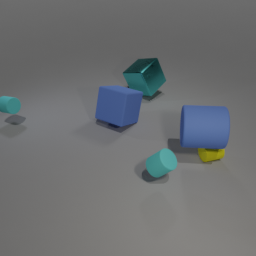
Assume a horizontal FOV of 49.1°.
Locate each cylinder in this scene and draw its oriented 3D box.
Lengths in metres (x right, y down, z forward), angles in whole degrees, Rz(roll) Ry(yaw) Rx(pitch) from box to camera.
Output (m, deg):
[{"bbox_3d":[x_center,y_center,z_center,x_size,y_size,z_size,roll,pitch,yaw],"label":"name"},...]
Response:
[{"bbox_3d":[2.477,-0.034,9.235,1.400,1.400,1.400,2,31,6],"label":"cylinder"},{"bbox_3d":[2.978,0.813,10.046,0.700,0.700,0.700,-10,32,-10],"label":"cylinder"},{"bbox_3d":[1.020,1.074,8.573,0.700,0.700,0.700,22,51,-29],"label":"cylinder"},{"bbox_3d":[-5.009,-0.963,11.764,0.700,0.700,0.700,9,31,32],"label":"cylinder"}]

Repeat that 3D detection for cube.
[{"bbox_3d":[0.858,-2.636,14.462,1.400,1.400,1.400,12,49,47],"label":"cube"},{"bbox_3d":[-0.380,-0.989,12.039,1.400,1.400,1.400,19,18,28],"label":"cube"}]
